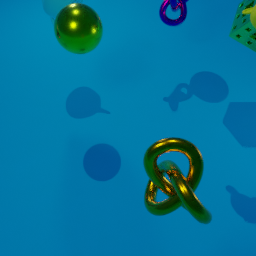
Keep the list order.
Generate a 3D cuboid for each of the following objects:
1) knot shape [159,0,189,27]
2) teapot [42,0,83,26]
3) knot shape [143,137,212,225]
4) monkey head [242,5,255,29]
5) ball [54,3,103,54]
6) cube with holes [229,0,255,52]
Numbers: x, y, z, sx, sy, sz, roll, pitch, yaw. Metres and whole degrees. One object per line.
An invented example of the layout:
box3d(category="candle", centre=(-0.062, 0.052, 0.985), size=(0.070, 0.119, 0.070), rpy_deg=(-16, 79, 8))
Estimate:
box3d(category="knot shape", centre=(1.269, -3.299, 7.481), size=(0.548, 1.110, 1.186), rpy_deg=(30, 23, 37))
box3d(category="teapot", centre=(-1.572, -3.340, 7.213), size=(0.920, 1.879, 1.168), rpy_deg=(37, 43, -7))
box3d(category="knot shape", centre=(0.628, 0.756, 3.491), size=(0.525, 1.136, 1.063), rpy_deg=(-16, 48, -34))
box3d(category="monkey head", centre=(2.513, -1.966, 4.730), size=(0.779, 0.653, 1.083), rpy_deg=(-38, 63, -13))
box3d(category="ball", centre=(-1.032, -2.068, 5.871), size=(1.018, 1.018, 1.018), rpy_deg=(0, 56, 0))
box3d(category="cube with holes", centre=(3.333, -2.646, 6.830), size=(1.039, 1.039, 1.039), rpy_deg=(24, 75, -13))
